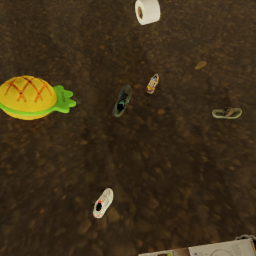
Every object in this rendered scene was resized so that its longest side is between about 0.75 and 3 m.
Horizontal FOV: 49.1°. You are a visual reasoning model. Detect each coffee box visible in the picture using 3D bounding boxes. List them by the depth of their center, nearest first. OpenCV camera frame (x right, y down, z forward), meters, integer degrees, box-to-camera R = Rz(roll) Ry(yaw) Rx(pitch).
[{"bbox_3d":[1.743,3.649,6.929,2.720,1.555,1.084,-11,54,5],"label":"coffee box"}]

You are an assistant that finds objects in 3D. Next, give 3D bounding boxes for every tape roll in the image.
[{"bbox_3d":[1.010,-6.080,14.530,0.847,1.234,1.234,-20,56,-14],"label":"tape roll"}]

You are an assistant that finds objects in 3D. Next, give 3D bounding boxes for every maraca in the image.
[{"bbox_3d":[-3.523,-1.162,10.814,2.927,1.566,2.007,-2,47,-25],"label":"maraca"}]

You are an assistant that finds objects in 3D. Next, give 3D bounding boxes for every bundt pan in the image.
[{"bbox_3d":[3.394,3.622,7.824,1.153,0.433,1.153,-6,55,9],"label":"bundt pan"}]

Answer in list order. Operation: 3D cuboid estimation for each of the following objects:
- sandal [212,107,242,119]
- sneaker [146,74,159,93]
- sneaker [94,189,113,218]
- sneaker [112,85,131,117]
[{"bbox_3d":[3.939,-0.620,11.073,1.160,0.331,0.460,-4,54,-3],"label":"sandal"},{"bbox_3d":[1.041,-1.907,11.959,0.355,0.427,0.947,17,56,12],"label":"sneaker"},{"bbox_3d":[-0.771,2.314,8.828,0.357,0.474,1.013,21,57,16],"label":"sneaker"},{"bbox_3d":[-0.156,-1.042,10.611,0.507,0.532,1.343,22,76,-9],"label":"sneaker"}]
